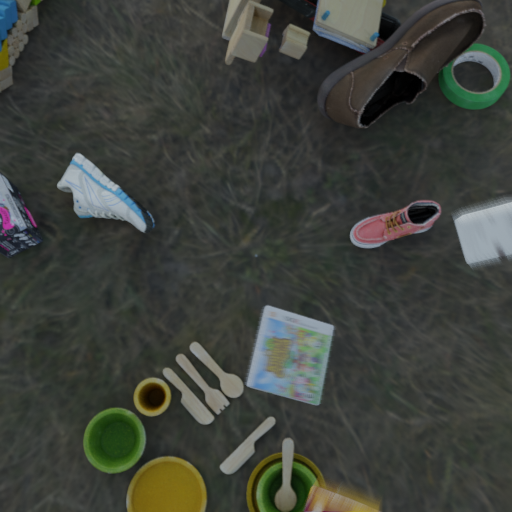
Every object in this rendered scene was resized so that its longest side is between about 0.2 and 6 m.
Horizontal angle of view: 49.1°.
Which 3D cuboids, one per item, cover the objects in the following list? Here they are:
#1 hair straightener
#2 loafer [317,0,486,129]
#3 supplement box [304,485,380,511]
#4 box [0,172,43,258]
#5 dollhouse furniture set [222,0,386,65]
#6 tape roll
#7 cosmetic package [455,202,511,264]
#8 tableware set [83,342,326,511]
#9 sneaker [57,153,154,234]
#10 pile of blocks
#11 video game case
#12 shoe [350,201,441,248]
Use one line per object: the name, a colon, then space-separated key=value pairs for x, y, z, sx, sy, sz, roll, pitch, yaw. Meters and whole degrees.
hair straightener: x=1.353 y=-5.161 z=11.142 sx=3.420 sy=0.700 sz=1.316 roll=31 pitch=76 yaw=12
loafer: x=2.809 y=-3.326 z=10.143 sx=3.426 sy=1.251 sz=1.216 roll=-35 pitch=56 yaw=2
supplement box: x=0.727 y=2.897 z=5.447 sx=0.554 sy=0.703 sz=1.074 roll=23 pitch=70 yaw=-9
box: x=-4.409 y=-0.711 z=9.749 sx=0.709 sy=0.816 sz=1.235 roll=-30 pitch=77 yaw=-8
dollhouse furniture set: x=0.980 y=-4.289 z=10.554 sx=2.839 sy=1.853 sz=2.681 roll=14 pitch=74 yaw=-16
tape roll: x=4.181 y=-3.447 z=10.761 sx=1.269 sy=0.305 sz=1.269 roll=0 pitch=75 yaw=0
cosmetic package: x=2.842 y=-0.284 z=6.732 sx=0.681 sy=0.562 sz=0.561 roll=-16 pitch=92 yaw=31
tableware set: x=-0.661 y=3.519 z=8.706 sx=2.723 sy=0.620 sz=4.042 roll=-42 pitch=79 yaw=-10
sneaker: x=-2.691 y=-0.905 z=9.921 sx=2.042 sy=0.765 sz=0.885 roll=37 pitch=84 yaw=18
pile of blocks: x=-4.898 y=-4.647 z=10.538 sx=1.043 sy=1.378 sz=3.357 roll=16 pitch=76 yaw=4
video game case: x=0.526 y=1.471 z=8.301 sx=1.114 sy=0.135 sz=1.223 roll=18 pitch=71 yaw=-12
shoe: x=2.422 y=-0.584 z=9.774 sx=1.540 sy=0.701 sz=0.550 roll=-14 pitch=75 yaw=-4
